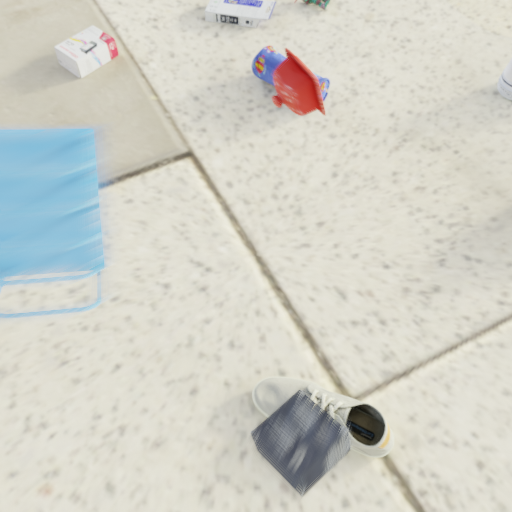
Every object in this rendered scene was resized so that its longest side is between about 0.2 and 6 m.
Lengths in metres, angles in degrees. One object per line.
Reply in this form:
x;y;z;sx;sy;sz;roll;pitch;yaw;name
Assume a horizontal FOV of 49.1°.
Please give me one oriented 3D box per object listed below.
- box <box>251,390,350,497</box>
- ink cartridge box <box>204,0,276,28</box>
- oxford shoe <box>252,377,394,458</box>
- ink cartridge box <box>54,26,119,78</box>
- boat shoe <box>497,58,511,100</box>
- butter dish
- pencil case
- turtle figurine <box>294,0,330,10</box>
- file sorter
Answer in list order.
0.381;1.574;4.759;0.596;0.350;0.586;-35;45;-22;box
-0.392;-6.339;14.526;1.732;0.340;0.861;11;56;9;ink cartridge box
1.010;2.339;8.441;2.244;0.648;0.844;19;61;15;oxford shoe
-4.061;-4.908;13.443;0.881;0.511;1.194;36;61;21;ink cartridge box
7.236;-4.259;12.620;3.378;1.128;1.242;-13;57;-9;boat shoe
0.603;-2.748;9.341;0.735;0.991;0.994;-34;63;-1;butter dish
0.794;-4.055;12.726;1.936;0.756;0.841;38;25;23;pencil case
1.436;-6.909;14.797;1.069;0.538;0.800;26;72;-1;turtle figurine
-2.630;-0.399;6.876;1.392;2.006;1.231;-4;30;-15;file sorter
